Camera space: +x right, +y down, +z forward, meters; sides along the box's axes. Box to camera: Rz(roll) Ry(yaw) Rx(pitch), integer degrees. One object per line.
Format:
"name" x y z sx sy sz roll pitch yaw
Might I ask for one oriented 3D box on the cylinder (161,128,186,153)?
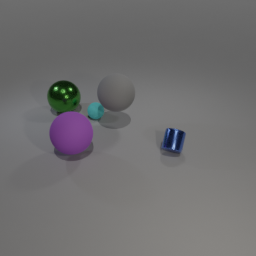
"cylinder" 1.543 0.432 9.465 0.700 0.700 0.700 14 -10 3

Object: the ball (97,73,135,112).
"ball" -0.431 -1.294 10.293 1.400 1.400 1.400 0 31 0

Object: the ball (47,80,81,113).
"ball" -2.712 -1.321 11.892 1.400 1.400 1.400 0 31 0

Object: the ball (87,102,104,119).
"ball" -1.338 -0.717 11.642 0.700 0.700 0.700 0 31 0

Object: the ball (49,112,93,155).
"ball" -1.839 0.165 9.129 1.400 1.400 1.400 0 31 0
